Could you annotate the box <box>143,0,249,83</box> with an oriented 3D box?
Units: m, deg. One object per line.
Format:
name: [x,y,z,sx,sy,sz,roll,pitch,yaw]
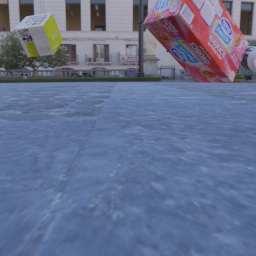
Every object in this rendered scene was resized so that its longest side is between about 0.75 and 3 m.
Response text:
box: [2.116,-2.804,8.376,2.999,1.539,1.420,35,-14,-35]

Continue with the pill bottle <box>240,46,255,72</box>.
pill bottle: [4.026,-2.166,8.811,0.754,0.754,1.324,0,19,1]

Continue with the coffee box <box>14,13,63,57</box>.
coffee box: [-3.461,-3.663,11.051,1.201,1.214,1.212,-2,44,12]
